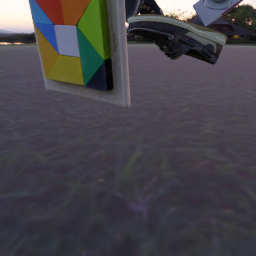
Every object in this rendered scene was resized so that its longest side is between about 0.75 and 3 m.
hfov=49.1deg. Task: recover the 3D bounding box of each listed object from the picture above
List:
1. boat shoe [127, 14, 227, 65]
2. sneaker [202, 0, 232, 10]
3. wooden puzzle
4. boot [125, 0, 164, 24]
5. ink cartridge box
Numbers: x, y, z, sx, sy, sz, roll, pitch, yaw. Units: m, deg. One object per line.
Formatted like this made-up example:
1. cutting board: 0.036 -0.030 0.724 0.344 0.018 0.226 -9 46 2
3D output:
1. boat shoe: 1.231 -2.114 6.873 2.665 0.876 0.952 5 10 -22
2. sneaker: 1.090 -1.870 3.298 0.434 0.519 1.172 3 44 6
3. wooden puzzle: -0.739 -1.159 3.712 1.802 1.667 0.336 18 36 34
4. boot: 0.471 -3.534 8.478 0.732 1.505 1.999 -19 50 31
5. ink cartridge box: 2.974 -3.905 8.219 1.837 0.761 1.339 -41 9 -37
